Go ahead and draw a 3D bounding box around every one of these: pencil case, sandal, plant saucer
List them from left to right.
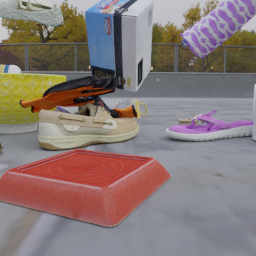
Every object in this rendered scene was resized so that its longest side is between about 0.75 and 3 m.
[{"bbox_3d":[-0.483,0.555,3.348,1.611,0.296,1.614,4,8,26],"label":"plant saucer"},{"bbox_3d":[2.123,-0.124,7.006,2.720,0.669,1.107,-4,8,-25],"label":"sandal"},{"bbox_3d":[2.329,-2.668,6.950,2.106,0.900,0.884,-36,-24,26],"label":"pencil case"}]

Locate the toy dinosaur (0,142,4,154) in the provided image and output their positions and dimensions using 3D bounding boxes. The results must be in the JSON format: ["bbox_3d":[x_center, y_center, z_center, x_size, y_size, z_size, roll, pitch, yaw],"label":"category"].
[{"bbox_3d":[-2.970,0.206,4.814,1.165,0.877,2.278,-10,9,22],"label":"toy dinosaur"}]

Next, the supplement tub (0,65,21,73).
[{"bbox_3d":[-5.365,-1.251,10.112,2.875,2.079,2.079,-2,8,-15],"label":"supplement tub"}]

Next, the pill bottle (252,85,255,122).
[{"bbox_3d":[5.013,-0.658,7.874,2.729,1.531,1.531,3,8,24],"label":"pill bottle"}]

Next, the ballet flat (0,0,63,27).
[{"bbox_3d":[-3.393,-4.075,9.387,2.453,0.880,0.880,8,7,-7],"label":"ballet flat"}]

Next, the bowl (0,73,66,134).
[{"bbox_3d":[-3.194,-0.689,7.877,2.902,1.562,2.902,0,9,0],"label":"bowl"}]

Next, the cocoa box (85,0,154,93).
[{"bbox_3d":[-0.265,-3.220,10.755,1.930,2.941,1.962,14,43,17],"label":"cocoa box"}]

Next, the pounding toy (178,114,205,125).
[{"bbox_3d":[1.988,-0.256,8.784,0.820,0.471,0.469,2,12,14],"label":"pounding toy"}]

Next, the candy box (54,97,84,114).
[{"bbox_3d":[-2.877,-1.199,11.223,1.986,0.847,2.368,33,-11,-32],"label":"candy box"}]

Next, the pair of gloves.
[{"bbox_3d":[-1.049,-0.519,6.866,2.233,0.310,2.506,-12,-20,13],"label":"pair of gloves"}]

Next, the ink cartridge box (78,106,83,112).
[{"bbox_3d":[-1.571,-0.525,10.155,0.296,0.649,0.787,1,8,6],"label":"ink cartridge box"}]

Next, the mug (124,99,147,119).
[{"bbox_3d":[0.226,-0.828,11.919,0.966,0.793,0.774,-5,9,-39],"label":"mug"}]

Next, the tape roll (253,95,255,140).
[{"bbox_3d":[3.726,-0.288,6.153,1.774,1.218,1.774,0,7,0],"label":"tape roll"}]

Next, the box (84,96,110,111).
[{"bbox_3d":[-1.548,-1.138,11.529,1.249,0.345,1.829,24,-12,24],"label":"box"}]

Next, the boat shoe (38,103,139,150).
[{"bbox_3d":[-0.736,-0.117,6.244,2.624,0.852,0.947,-7,10,-43],"label":"boat shoe"}]
